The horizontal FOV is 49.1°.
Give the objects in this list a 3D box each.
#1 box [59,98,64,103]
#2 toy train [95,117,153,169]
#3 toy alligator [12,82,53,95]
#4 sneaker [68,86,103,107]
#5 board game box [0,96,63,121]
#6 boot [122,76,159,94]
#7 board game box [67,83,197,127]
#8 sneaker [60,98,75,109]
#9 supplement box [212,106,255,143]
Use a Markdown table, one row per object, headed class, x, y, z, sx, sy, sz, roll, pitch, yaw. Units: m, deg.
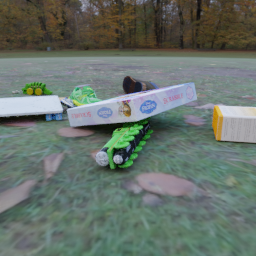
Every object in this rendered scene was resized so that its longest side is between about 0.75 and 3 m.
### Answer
| class | x | y | z | sx | sy | sz | roll | pitch | yaw |
| --- | --- | --- | --- | --- | --- | --- | --- | --- | --- |
| box | -3.390 | -1.252 | 12.712 | 1.079 | 0.115 | 0.882 | -3 | 18 | -7 |
| toy train | -0.013 | 0.269 | 7.081 | 0.833 | 0.617 | 2.956 | -6 | 14 | 18 |
| toy alligator | -4.982 | -2.064 | 14.438 | 2.285 | 0.620 | 0.678 | 4 | 18 | 12 |
| sneaker | -1.585 | -1.178 | 10.864 | 2.109 | 0.881 | 0.781 | 20 | 2 | 41 |
| board game box | -4.070 | -0.721 | 10.546 | 2.972 | 0.384 | 2.972 | -5 | 18 | -16 |
| boot | 0.622 | -2.040 | 14.323 | 1.211 | 0.933 | 2.498 | 8 | 17 | -27 |
| board game box | 0.125 | -0.736 | 8.835 | 2.947 | 0.606 | 2.940 | -4 | 12 | 44 |
| sneaker | -2.243 | -0.964 | 10.766 | 0.818 | 0.315 | 0.348 | 31 | 66 | 30 |
| supplement box | 3.535 | -0.109 | 7.972 | 2.059 | 0.757 | 1.298 | 3 | 18 | 11 |
